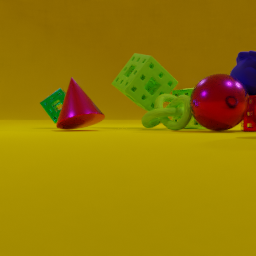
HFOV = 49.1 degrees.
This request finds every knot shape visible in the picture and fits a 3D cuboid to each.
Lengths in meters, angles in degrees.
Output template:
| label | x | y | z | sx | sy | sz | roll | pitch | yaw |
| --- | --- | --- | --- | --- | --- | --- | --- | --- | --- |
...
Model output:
| label | x | y | z | sx | sy | sz | roll | pitch | yaw |
| --- | --- | --- | --- | --- | --- | --- | --- | --- | --- |
| knot shape | 0.956 | -0.374 | 7.133 | 1.318 | 0.651 | 1.409 | -25 | 22 | 2 |

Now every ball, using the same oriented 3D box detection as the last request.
| label | x | y | z | sx | sy | sz | roll | pitch | yaw |
| --- | --- | --- | --- | --- | --- | --- | --- | --- | --- |
| ball | 1.945 | -0.543 | 6.006 | 1.223 | 1.223 | 1.223 | 0 | 2 | 0 |

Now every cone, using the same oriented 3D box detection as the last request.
| label | x | y | z | sx | sy | sz | roll | pitch | yaw |
| --- | --- | --- | --- | --- | --- | --- | --- | --- | --- |
| cone | -1.245 | -0.690 | 6.739 | 1.164 | 1.168 | 1.164 | -13 | -12 | -3 |

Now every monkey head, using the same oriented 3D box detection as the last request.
| label | x | y | z | sx | sy | sz | roll | pitch | yaw |
| --- | --- | --- | --- | --- | --- | --- | --- | --- | --- |
| monkey head | 2.975 | -1.223 | 6.393 | 1.184 | 0.992 | 1.646 | -1 | 10 | -16 |

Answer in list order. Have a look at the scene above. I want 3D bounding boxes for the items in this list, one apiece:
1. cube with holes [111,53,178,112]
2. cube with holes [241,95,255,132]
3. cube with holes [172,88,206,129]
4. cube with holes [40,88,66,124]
| label | x | y | z | sx | sy | sz | roll | pitch | yaw |
| --- | --- | --- | --- | --- | --- | --- | --- | --- | --- |
| cube with holes | 0.479 | -1.355 | 8.456 | 1.201 | 1.201 | 1.201 | 37 | 1 | -28 |
| cube with holes | 3.043 | -0.326 | 6.421 | 0.789 | 0.789 | 0.789 | 1 | 2 | 18 |
| cube with holes | 2.063 | -0.547 | 8.151 | 1.108 | 1.108 | 1.108 | -1 | 3 | -36 |
| cube with holes | -2.048 | -0.637 | 8.469 | 0.748 | 0.748 | 0.748 | -36 | 0 | -2 |
